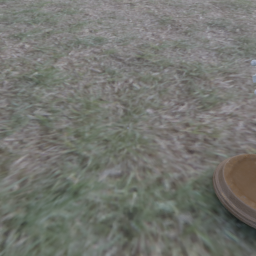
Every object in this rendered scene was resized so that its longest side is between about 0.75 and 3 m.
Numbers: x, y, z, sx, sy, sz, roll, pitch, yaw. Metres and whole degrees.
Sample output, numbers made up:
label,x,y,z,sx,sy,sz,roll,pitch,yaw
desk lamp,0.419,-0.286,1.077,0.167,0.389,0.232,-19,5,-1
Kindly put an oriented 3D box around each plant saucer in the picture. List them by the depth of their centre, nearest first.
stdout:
label,x,y,z,sx,sy,sz,roll,pitch,yaw
plant saucer,2.808,1.201,5.690,2.099,0.309,2.099,3,35,-2

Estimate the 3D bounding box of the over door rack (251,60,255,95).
label,x,y,z,sx,sy,sz,roll,pitch,yaw
over door rack,3.570,-0.835,7.137,0.795,1.762,2.386,-2,24,38
